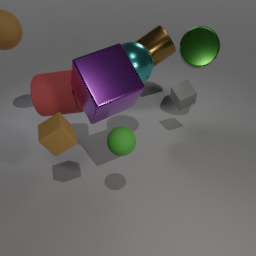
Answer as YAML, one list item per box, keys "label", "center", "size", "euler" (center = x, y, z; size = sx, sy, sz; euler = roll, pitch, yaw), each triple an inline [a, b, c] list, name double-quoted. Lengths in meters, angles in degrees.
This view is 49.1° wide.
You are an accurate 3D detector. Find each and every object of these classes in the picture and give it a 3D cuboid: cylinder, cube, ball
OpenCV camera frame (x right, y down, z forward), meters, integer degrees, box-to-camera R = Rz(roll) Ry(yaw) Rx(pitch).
- label: "cylinder"
  center: [1.202, -3.630, 12.639]
  size: [1.400, 1.400, 1.400]
  euler: [-34, 34, 6]
- label: "cube"
  center: [-0.610, -1.158, 7.590]
  size: [1.400, 1.400, 1.400]
  euler: [-25, 81, -19]
- label: "cylinder"
  center: [-2.210, -1.134, 9.138]
  size: [1.400, 1.400, 1.400]
  euler: [-6, 31, 8]
- label: "cube"
  center: [2.037, -1.208, 10.316]
  size: [0.700, 0.700, 0.700]
  euler: [-25, 61, -6]
- label: "ball"
  center: [-4.598, -3.569, 10.225]
  size: [1.400, 1.400, 1.400]
  euler: [0, 32, 0]
- label: "cylinder"
  center: [2.656, -2.973, 10.532]
  size: [1.400, 1.400, 1.400]
  euler: [7, 10, 11]
- label: "ball"
  center: [-0.156, 0.314, 6.672]
  size: [0.700, 0.700, 0.700]
  euler: [0, 32, 0]
- label: "cube"
  center: [-1.841, 0.166, 7.303]
  size: [0.700, 0.700, 0.700]
  euler: [-31, 41, 6]
- label: "ball"
  center: [0.109, -2.021, 8.946]
  size: [1.400, 1.400, 1.400]
  euler: [0, 32, 0]
